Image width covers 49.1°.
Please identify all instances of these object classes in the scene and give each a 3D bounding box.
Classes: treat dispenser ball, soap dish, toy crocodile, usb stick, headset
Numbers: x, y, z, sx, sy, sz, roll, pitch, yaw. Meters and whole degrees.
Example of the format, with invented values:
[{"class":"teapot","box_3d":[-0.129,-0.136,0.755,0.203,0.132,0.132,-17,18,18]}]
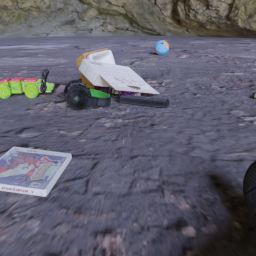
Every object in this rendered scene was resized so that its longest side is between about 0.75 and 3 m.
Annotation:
[{"class":"treat dispenser ball","box_3d":[2.679,-6.359,22.209,1.145,1.145,1.145,0,22,0]},{"class":"soap dish","box_3d":[-1.265,-2.442,11.916,0.839,1.625,2.066,-8,16,27]},{"class":"toy crocodile","box_3d":[-4.151,-1.617,10.771,2.560,0.790,0.864,-1,22,-4]},{"class":"usb stick","box_3d":[0.540,-0.942,9.731,1.816,0.296,0.504,8,19,21]},{"class":"headset","box_3d":[-1.703,-1.295,9.484,2.432,1.143,1.502,4,18,-20]}]

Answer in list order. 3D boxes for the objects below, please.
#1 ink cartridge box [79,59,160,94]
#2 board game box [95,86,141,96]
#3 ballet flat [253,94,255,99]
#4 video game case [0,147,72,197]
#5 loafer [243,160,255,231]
[{"class":"ink cartridge box","box_3d":[-0.294,-1.731,10.531,2.433,0.530,2.112,-3,41,-46]},{"class":"board game box","box_3d":[-0.400,-1.418,10.675,1.574,0.254,0.945,14,8,39]},{"class":"ballet flat","box_3d":[5.078,-1.257,10.620,0.349,0.315,0.928,39,44,24]},{"class":"video game case","box_3d":[-1.941,0.780,5.420,1.318,0.166,1.447,6,21,5]},{"class":"loafer","box_3d":[2.381,1.425,3.142,0.922,1.052,2.928,14,24,-17]}]
